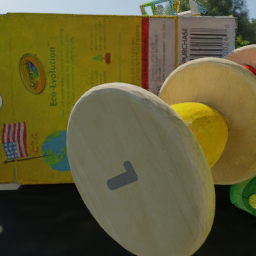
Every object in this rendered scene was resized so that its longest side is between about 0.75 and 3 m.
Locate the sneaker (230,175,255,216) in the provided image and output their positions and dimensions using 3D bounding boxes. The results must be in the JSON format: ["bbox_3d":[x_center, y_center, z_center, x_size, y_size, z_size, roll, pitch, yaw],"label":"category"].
[{"bbox_3d":[1.516,0.342,2.675,0.791,0.701,1.893,11,13,37],"label":"sneaker"}]

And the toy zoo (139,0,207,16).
[{"bbox_3d":[1.625,-3.870,9.869,2.244,1.472,0.230,0,39,29],"label":"toy zoo"}]

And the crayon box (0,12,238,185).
[{"bbox_3d":[-0.276,-0.348,3.349,2.931,1.861,0.745,0,6,-6],"label":"crayon box"}]

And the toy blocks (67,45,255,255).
[{"bbox_3d":[1.355,-0.016,1.945,2.300,1.002,2.759,15,27,40],"label":"toy blocks"}]
